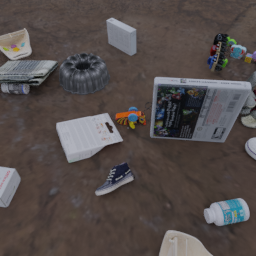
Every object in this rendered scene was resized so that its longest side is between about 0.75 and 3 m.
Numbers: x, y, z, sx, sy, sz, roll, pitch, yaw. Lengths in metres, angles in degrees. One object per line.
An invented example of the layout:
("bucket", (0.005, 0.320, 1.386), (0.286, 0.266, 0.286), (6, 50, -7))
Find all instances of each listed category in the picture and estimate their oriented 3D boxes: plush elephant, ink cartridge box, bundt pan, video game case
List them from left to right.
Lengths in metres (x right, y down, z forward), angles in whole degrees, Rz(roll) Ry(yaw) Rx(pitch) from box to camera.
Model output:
("ink cartridge box", (-3.795, 1.549, 7.665), (1.321, 0.551, 0.960), (6, 48, 6))
("bundt pan", (-1.737, -2.252, 11.005), (2.070, 0.777, 2.070), (0, 47, 0))
("ink cartridge box", (-1.253, 0.256, 9.012), (1.778, 0.445, 1.431), (-12, 48, -22))
("video game case", (1.883, -0.424, 8.049), (2.389, 2.627, 0.307), (4, 57, 4))
("plush elephant", (4.224, -0.790, 9.418), (1.277, 1.649, 1.358), (26, 63, -6))

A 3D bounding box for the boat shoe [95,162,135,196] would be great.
("boat shoe", (-0.431, 1.380, 7.756), (1.203, 0.449, 0.558), (-22, 93, -28))

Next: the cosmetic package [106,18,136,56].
("cosmetic package", (-0.285, -4.030, 12.371), (0.393, 1.146, 1.520), (-36, 57, -28))

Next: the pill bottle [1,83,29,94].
("pill bottle", (-4.230, -1.541, 10.524), (0.897, 0.510, 0.510), (2, 48, 2))

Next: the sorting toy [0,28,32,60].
("sorting toy", (-4.903, -3.504, 12.225), (1.508, 0.806, 1.357), (-26, 60, -23))

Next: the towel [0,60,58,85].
("towel", (-4.072, -2.242, 10.847), (2.212, 0.397, 2.297), (3, 31, 3))

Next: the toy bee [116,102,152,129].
("toy bee", (0.279, -0.309, 9.395), (1.310, 0.712, 0.858), (0, 49, 35))

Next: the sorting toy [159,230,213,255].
("sorting toy", (1.574, 3.500, 5.610), (1.987, 1.179, 2.207), (12, 47, 0))

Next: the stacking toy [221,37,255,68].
("stacking toy", (5.118, -3.135, 11.917), (2.684, 0.631, 2.023), (22, 51, 19))

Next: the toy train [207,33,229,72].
("toy train", (3.756, -3.217, 11.689), (0.643, 0.479, 2.808), (16, 47, 9))

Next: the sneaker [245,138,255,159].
("sneaker", (4.835, 0.482, 8.066), (2.513, 1.433, 0.911), (13, 50, 13))

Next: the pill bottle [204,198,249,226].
("pill bottle", (2.483, 2.149, 7.116), (1.021, 0.565, 0.565), (-9, 48, -7))
